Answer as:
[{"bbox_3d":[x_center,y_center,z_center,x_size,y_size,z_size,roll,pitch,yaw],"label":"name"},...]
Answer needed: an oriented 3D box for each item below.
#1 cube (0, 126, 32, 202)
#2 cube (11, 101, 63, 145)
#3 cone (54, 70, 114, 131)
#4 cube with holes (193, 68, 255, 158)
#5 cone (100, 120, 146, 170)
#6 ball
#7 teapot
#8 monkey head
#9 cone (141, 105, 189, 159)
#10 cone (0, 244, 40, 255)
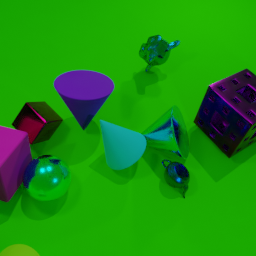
[{"bbox_3d":[-2.959,0.735,6.222,1.149,1.149,1.149,13,40,7],"label":"cube"},{"bbox_3d":[-2.300,-0.150,7.154,0.763,0.763,0.763,43,108,10],"label":"cube"},{"bbox_3d":[-1.113,-0.499,7.107,1.429,1.434,1.429,5,37,-4],"label":"cone"},{"bbox_3d":[2.788,-0.382,7.098,1.374,1.374,1.374,-25,59,-23],"label":"cube with holes"},{"bbox_3d":[-0.343,0.197,6.720,1.160,1.165,1.160,-24,37,19],"label":"cone"},{"bbox_3d":[-1.842,1.143,6.426,1.070,1.070,1.070,0,58,0],"label":"ball"},{"bbox_3d":[1.162,1.191,6.752,0.653,0.514,1.051,-18,68,-48],"label":"teapot"},{"bbox_3d":[0.858,-2.170,8.317,0.859,1.426,1.026,31,35,-32],"label":"monkey head"},{"bbox_3d":[0.710,0.235,7.260,1.383,1.378,1.378,-13,54,24],"label":"cone"},{"bbox_3d":[-2.286,2.859,5.083,1.139,1.143,1.139,-1,83,9],"label":"cone"}]
